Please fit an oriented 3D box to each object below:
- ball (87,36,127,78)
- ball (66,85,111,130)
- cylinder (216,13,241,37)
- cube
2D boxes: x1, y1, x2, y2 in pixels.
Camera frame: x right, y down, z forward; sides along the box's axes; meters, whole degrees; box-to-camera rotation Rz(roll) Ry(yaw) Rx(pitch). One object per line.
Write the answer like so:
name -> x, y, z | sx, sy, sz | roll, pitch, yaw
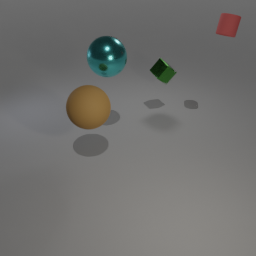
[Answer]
ball -> -0.727, -2.459, 9.700 | 1.400, 1.400, 1.400 | 0, 31, 0
ball -> -1.242, -0.651, 8.838 | 1.400, 1.400, 1.400 | 0, 31, 0
cylinder -> 3.558, -3.643, 9.942 | 0.700, 0.700, 0.700 | 11, 19, -4
cube -> 1.508, -2.435, 12.026 | 0.700, 0.700, 0.700 | 20, 28, -47
